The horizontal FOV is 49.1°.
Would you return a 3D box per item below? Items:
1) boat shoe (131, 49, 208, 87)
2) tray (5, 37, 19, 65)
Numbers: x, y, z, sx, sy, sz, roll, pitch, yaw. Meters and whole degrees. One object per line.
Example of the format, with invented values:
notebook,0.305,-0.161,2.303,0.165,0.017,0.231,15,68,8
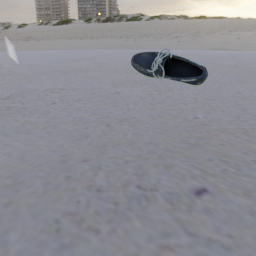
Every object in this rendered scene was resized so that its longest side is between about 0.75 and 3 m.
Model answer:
boat shoe,0.901,-1.423,6.520,1.899,0.711,0.587,23,1,18
tray,-3.713,-2.437,8.865,0.099,0.892,0.479,-25,-26,4
